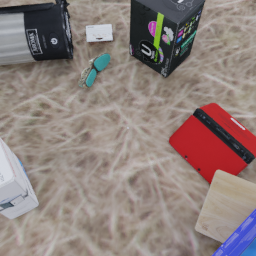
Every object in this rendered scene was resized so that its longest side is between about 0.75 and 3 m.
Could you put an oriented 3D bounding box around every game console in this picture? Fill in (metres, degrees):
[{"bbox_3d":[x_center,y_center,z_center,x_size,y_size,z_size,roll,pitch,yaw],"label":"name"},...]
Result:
[{"bbox_3d":[2.374,0.405,7.494,1.624,1.119,1.885,-20,59,-46],"label":"game console"}]

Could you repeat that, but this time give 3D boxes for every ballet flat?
[{"bbox_3d":[-1.093,-1.803,8.575,0.533,0.480,1.415,13,61,35],"label":"ballet flat"}]

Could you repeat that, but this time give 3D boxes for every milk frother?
[{"bbox_3d":[-3.162,-3.339,8.766,2.671,2.563,2.840,-6,19,-4],"label":"milk frother"}]

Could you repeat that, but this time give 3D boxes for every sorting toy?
[{"bbox_3d":[2.432,1.891,6.319,1.451,0.505,1.443,22,82,12],"label":"sorting toy"}]

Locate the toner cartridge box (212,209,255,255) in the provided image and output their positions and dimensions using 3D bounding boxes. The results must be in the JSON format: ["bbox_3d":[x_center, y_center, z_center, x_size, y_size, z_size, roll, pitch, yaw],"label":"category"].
[{"bbox_3d":[2.101,2.550,5.338,0.550,1.209,2.546,44,87,12],"label":"toner cartridge box"}]

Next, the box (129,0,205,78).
[{"bbox_3d":[1.038,-2.879,8.154,1.583,2.132,1.325,37,68,18],"label":"box"}]

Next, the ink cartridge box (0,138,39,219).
[{"bbox_3d":[-2.756,1.083,6.183,0.772,1.799,1.317,-27,64,-14],"label":"ink cartridge box"}]

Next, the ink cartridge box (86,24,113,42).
[{"bbox_3d":[-0.958,-3.136,9.408,0.880,0.192,0.764,-5,62,-3],"label":"ink cartridge box"}]
